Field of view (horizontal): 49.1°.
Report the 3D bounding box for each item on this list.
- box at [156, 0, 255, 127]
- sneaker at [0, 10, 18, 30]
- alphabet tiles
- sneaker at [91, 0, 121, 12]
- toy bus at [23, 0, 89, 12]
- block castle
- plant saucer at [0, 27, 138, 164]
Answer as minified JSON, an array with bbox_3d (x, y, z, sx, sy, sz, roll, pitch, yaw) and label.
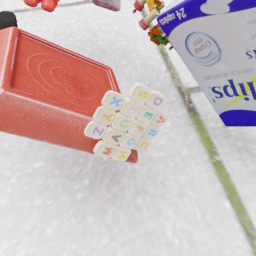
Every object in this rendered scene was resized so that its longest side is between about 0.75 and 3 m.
[{"bbox_3d":[2.382,-1.489,4.748,1.493,2.617,2.846,-48,111,-20],"label":"box"},{"bbox_3d":[-3.276,-1.537,5.123,1.072,0.998,2.483,22,41,22],"label":"sneaker"},{"bbox_3d":[0.021,-0.041,4.031,1.187,1.213,0.089,20,20,-39],"label":"alphabet tiles"},{"bbox_3d":[-0.451,-3.210,5.668,0.833,2.072,0.916,20,92,3],"label":"sneaker"},{"bbox_3d":[-1.401,-3.935,6.504,2.797,1.898,2.685,8,89,-14],"label":"toy bus"},{"bbox_3d":[0.792,-2.537,6.841,1.400,0.657,0.936,17,51,-39],"label":"block castle"},{"bbox_3d":[-1.073,-0.728,4.816,2.610,0.479,2.605,17,34,-29],"label":"plant saucer"}]
